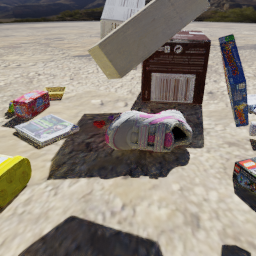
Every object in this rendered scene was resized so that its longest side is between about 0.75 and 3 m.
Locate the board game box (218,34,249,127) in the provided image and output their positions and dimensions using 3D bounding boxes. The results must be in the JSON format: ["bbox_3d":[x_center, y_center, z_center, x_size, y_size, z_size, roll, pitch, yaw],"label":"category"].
[{"bbox_3d":[2.067,-0.847,5.419,0.277,1.610,1.090,-12,59,19],"label":"board game box"}]

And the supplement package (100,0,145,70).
[{"bbox_3d":[-0.170,-3.769,10.485,1.406,1.975,2.536,7,51,0],"label":"supplement package"}]

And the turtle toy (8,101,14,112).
[{"bbox_3d":[-4.102,-0.803,10.193,0.548,0.380,0.752,-7,26,-13],"label":"turtle toy"}]

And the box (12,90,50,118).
[{"bbox_3d":[-3.452,-0.894,10.103,0.642,0.615,1.289,9,27,18],"label":"box"}]

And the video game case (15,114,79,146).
[{"bbox_3d":[-2.521,0.013,8.728,1.505,0.176,1.369,21,32,37],"label":"video game case"}]

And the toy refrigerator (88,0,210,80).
[{"bbox_3d":[0.504,-2.316,6.641,2.808,0.982,1.066,-41,19,-11],"label":"toy refrigerator"}]

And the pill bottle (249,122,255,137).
[{"bbox_3d":[4.108,0.080,8.111,1.060,0.587,0.587,6,26,12],"label":"pill bottle"}]

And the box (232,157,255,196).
[{"bbox_3d":[3.835,1.093,6.139,2.434,0.459,1.662,-10,27,-19],"label":"box"}]

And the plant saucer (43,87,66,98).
[{"bbox_3d":[-3.111,-1.502,11.840,0.934,0.226,0.934,-2,26,-5],"label":"plant saucer"}]

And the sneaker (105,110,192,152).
[{"bbox_3d":[0.664,0.115,7.525,2.541,1.034,1.121,-11,25,-20],"label":"sneaker"}]

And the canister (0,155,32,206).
[{"bbox_3d":[-3.132,1.008,6.058,1.624,0.703,1.206,7,26,17],"label":"canister"}]

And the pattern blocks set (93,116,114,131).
[{"bbox_3d":[-0.168,-0.063,8.934,1.417,0.131,1.612,-21,33,-37],"label":"pattern blocks set"}]

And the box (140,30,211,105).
[{"bbox_3d":[1.871,-2.632,11.609,2.484,2.459,2.994,3,26,6],"label":"box"}]

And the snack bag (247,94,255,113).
[{"bbox_3d":[5.390,-0.847,10.456,2.091,0.237,2.218,-5,26,-12],"label":"snack bag"}]
